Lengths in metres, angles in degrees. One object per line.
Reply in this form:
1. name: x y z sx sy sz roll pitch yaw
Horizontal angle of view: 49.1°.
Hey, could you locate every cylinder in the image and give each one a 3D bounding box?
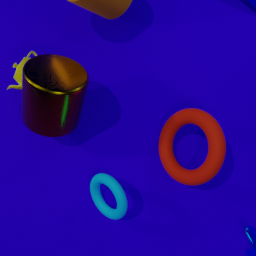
1. cylinder: -0.703 -3.420 6.617 1.292 1.292 1.292 -2 87 40
2. cylinder: -1.646 -0.711 6.222 1.342 1.342 1.342 12 44 -11

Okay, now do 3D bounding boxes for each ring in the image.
1. ring: -0.442 1.517 6.205 0.218 1.089 1.089 -24 76 -42
2. ring: 1.361 0.413 6.213 0.341 1.706 1.706 3 73 -42

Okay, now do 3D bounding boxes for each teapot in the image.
1. teapot: -2.528 -1.363 6.870 0.606 0.769 1.237 28 67 -23

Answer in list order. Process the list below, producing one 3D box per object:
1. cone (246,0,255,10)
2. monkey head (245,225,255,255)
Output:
1. cone: 3.457 -3.618 7.446 1.408 1.408 1.413 -22 104 -5
2. monkey head: 3.090 2.795 5.622 1.889 1.138 1.359 24 39 10
